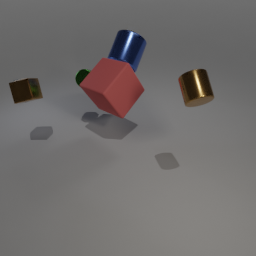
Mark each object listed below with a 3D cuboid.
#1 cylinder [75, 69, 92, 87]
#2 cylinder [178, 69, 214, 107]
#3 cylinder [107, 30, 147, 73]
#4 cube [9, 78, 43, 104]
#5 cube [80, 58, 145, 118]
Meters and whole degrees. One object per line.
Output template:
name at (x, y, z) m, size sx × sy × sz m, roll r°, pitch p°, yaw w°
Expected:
cylinder at (-1.571, -1.867, 10.609) m, size 0.700 × 0.700 × 0.700 m, roll 2°, pitch 10°, yaw 4°
cylinder at (1.612, -0.937, 6.644) m, size 0.700 × 0.700 × 0.700 m, roll -11°, pitch -14°, yaw -3°
cylinder at (-0.054, -3.365, 12.412) m, size 1.400 × 1.400 × 1.400 m, roll 20°, pitch -6°, yaw 2°
cube at (-3.371, -1.236, 9.291) m, size 0.700 × 0.700 × 0.700 m, roll -12°, pitch 7°, yaw 13°
cube at (-0.545, -1.434, 9.951) m, size 1.400 × 1.400 × 1.400 m, roll 24°, pitch 71°, yaw 42°
